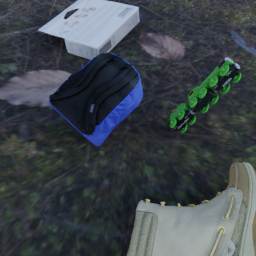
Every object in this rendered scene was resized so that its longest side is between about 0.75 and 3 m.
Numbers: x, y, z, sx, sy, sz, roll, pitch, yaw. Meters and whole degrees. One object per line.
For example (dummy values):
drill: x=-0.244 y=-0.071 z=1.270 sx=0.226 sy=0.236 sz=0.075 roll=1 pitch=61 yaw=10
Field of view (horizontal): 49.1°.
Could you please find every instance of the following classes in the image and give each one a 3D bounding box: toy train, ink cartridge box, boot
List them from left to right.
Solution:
ink cartridge box: x=-1.333 y=-3.698 z=10.129 sx=2.485 sy=0.623 sz=2.863 roll=22 pitch=55 yaw=23
boot: x=1.207 y=1.518 z=5.061 sx=2.034 sy=0.952 sz=2.617 roll=8 pitch=45 yaw=19
toy train: x=1.678 y=-0.704 z=6.401 sx=0.465 sy=2.229 sz=0.629 roll=24 pitch=43 yaw=-17

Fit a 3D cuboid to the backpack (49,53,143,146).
backpack: x=-0.604 y=-0.714 z=6.505 sx=1.504 sy=1.553 sz=1.851 roll=40 pitch=84 yaw=16
